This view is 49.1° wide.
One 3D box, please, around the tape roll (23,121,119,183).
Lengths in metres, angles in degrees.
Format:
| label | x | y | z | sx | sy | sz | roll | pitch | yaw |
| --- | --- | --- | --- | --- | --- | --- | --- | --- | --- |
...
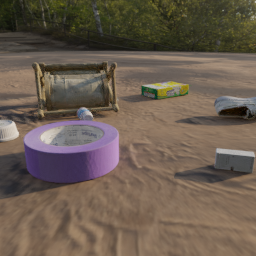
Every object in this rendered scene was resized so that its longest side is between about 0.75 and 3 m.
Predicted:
| label | x | y | z | sx | sy | sz | roll | pitch | yaw |
| --- | --- | --- | --- | --- | --- | --- | --- | --- | --- |
| tape roll | -1.295 | 0.461 | 6.626 | 2.157 | 0.708 | 2.157 | 1 | 19 | 0 |

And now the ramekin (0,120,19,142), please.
| label | x | y | z | sx | sy | sz | roll | pitch | yaw |
| --- | --- | --- | --- | --- | --- | --- | --- | --- | --- |
| ramekin | -3.718 | 0.070 | 8.187 | 0.932 | 0.434 | 0.932 | -1 | 19 | 0 |

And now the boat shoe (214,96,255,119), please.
| label | x | y | z | sx | sy | sz | roll | pitch | yaw |
| --- | --- | --- | --- | --- | --- | --- | --- | --- | --- |
| boat shoe | 4.289 | -0.643 | 10.026 | 2.279 | 0.808 | 0.796 | 5 | 46 | 4 |

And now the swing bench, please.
| label | x | y | z | sx | sy | sz | roll | pitch | yaw |
| --- | --- | --- | --- | --- | --- | --- | --- | --- | --- |
| swing bench | -2.076 | -1.688 | 11.240 | 2.964 | 1.933 | 2.980 | -4 | 14 | -11 |

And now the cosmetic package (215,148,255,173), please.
| label | x | y | z | sx | sy | sz | roll | pitch | yaw |
| --- | --- | --- | --- | --- | --- | --- | --- | --- | --- |
| cosmetic package | 2.391 | 0.729 | 6.307 | 0.812 | 0.413 | 0.300 | 4 | 19 | 16 |

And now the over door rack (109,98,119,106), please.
| label | x | y | z | sx | sy | sz | roll | pitch | yaw |
| --- | --- | --- | --- | --- | --- | --- | --- | --- | --- |
| over door rack | -0.777 | -0.987 | 11.614 | 0.652 | 0.294 | 0.882 | 2 | 33 | 9 |

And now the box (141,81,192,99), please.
| label | x | y | z | sx | sy | sz | roll | pitch | yaw |
| --- | --- | --- | --- | --- | --- | --- | --- | --- | --- |
| box | 1.943 | -1.911 | 13.870 | 2.288 | 0.553 | 1.343 | -14 | 23 | -30 |

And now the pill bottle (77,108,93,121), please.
| label | x | y | z | sx | sy | sz | roll | pitch | yaw |
| --- | --- | --- | --- | --- | --- | --- | --- | --- | --- |
| pill bottle | -1.468 | -0.410 | 9.613 | 0.429 | 0.429 | 0.788 | -8 | 21 | -22 |
